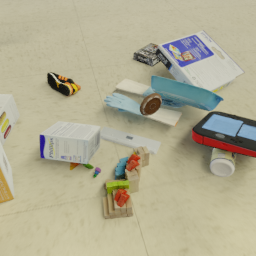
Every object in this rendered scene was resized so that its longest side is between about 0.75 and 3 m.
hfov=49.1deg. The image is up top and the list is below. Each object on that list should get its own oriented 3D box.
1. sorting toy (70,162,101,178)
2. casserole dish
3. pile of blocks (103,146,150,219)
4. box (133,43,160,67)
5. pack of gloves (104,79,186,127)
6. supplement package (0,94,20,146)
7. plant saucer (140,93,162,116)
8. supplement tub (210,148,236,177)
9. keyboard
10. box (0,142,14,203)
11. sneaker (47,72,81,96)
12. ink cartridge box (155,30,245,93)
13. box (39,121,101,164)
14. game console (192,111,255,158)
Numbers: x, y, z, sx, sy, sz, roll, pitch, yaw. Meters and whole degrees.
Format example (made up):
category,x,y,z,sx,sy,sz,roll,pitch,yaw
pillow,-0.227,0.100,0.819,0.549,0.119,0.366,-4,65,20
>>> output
category,x,y,z,sx,sy,sz,roll,pitch,yaw
sorting toy,-1.340,1.229,8.430,1.108,0.384,0.382,18,67,23
casserole dish,1.963,-1.192,9.915,2.742,0.532,1.661,23,2,30
pile of blocks,-0.085,1.287,7.927,1.066,0.807,2.597,11,42,12
box,1.178,-3.667,13.914,1.188,0.375,1.506,28,48,28
pack of gloves,0.697,-0.896,10.831,2.947,0.581,2.476,19,34,16
supplement package,-4.576,-0.238,9.508,0.980,1.018,1.789,1,42,4
plant saucer,0.704,-0.667,8.292,0.786,0.786,0.126,-22,47,-23
supplement tub,2.874,0.917,8.435,0.692,0.692,0.955,14,43,15
keyboard,0.021,0.396,9.506,2.136,0.114,0.601,15,38,16
box,-4.528,1.309,7.281,2.587,1.609,1.261,-15,43,-16
sneaker,-2.712,-1.887,11.810,1.721,0.602,0.774,34,38,32
ink cartridge box,3.059,-2.734,11.938,2.866,0.674,2.833,-25,69,-31
box,-1.735,0.413,8.627,1.490,0.782,1.370,7,18,8
game console,3.455,0.112,8.818,2.381,0.418,2.692,13,24,27
